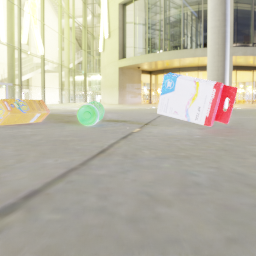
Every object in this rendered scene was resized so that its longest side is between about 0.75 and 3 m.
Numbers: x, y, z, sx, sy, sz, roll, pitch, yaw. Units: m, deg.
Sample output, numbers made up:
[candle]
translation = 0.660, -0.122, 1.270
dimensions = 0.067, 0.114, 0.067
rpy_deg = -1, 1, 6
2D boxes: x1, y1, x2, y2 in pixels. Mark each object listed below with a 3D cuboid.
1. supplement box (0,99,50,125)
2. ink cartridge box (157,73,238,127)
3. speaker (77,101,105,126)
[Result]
[supplement box]
translation = -3.693, -0.584, 9.800
dimensions = 0.682, 0.660, 1.983
rpy_deg = -39, -11, 25
[ink cartridge box]
translation = 1.739, -0.703, 7.108
dimensions = 1.791, 1.041, 0.602
rpy_deg = 15, 21, 19
[speaker]
translation = -1.186, -0.495, 9.148
dimensions = 0.726, 0.726, 1.643
rpy_deg = 0, 9, 3
